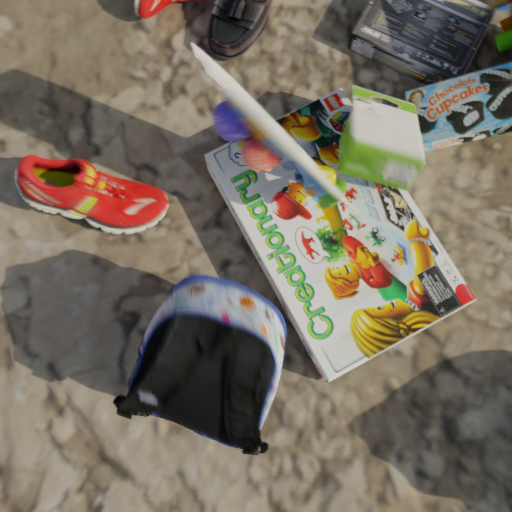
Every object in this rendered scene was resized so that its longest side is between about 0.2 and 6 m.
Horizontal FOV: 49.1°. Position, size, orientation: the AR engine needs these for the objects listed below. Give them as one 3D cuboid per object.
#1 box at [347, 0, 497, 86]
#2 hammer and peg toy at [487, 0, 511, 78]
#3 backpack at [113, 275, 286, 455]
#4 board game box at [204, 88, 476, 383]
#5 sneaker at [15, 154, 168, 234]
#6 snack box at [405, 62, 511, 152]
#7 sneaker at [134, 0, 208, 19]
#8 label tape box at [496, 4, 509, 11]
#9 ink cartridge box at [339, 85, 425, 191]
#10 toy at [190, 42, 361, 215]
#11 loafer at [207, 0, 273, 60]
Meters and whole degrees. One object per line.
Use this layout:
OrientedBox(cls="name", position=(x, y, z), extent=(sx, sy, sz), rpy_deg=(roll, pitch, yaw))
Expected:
OrientedBox(cls="box", position=(3.003, -4.135, 10.213), extent=(2.141, 0.517, 1.695), rpy_deg=(27, 78, 6))
OrientedBox(cls="hammer and peg toy", position=(4.664, -3.065, 9.326), extent=(0.963, 2.008, 2.730), rpy_deg=(-16, 76, 22))
OrientedBox(cls="backpack", position=(-0.580, 1.392, 7.887), extent=(2.318, 2.208, 1.786), rpy_deg=(18, 38, -5))
OrientedBox(cls="board game box", position=(1.256, -0.420, 9.171), extent=(2.634, 0.722, 4.172), rpy_deg=(-28, 77, -6))
OrientedBox(cls="sneaker", position=(-2.615, -1.040, 9.008), extent=(2.445, 1.038, 0.942), rpy_deg=(9, 61, -13))
OrientedBox(cls="snack box", position=(3.511, -2.477, 9.449), extent=(1.872, 0.347, 1.087), rpy_deg=(-9, 73, 30))
OrientedBox(cls="sneaker", position=(-1.272, -5.010, 10.306), extent=(2.154, 0.830, 0.915), rpy_deg=(-40, 84, -9))
OrientedBox(cls="label tape box", position=(4.813, -5.182, 10.579), extent=(0.740, 0.325, 1.026), rpy_deg=(-6, 76, -2))
OrientedBox(cls="ink cartridge box", position=(1.961, -1.896, 8.882), extent=(1.172, 0.601, 1.586), rpy_deg=(14, 48, -7))
OrientedBox(cls="toy", position=(0.112, -1.546, 7.683), extent=(2.880, 1.658, 0.680), rpy_deg=(34, 107, -29))
OrientedBox(cls="loafer", position=(-0.067, -5.021, 10.217), extent=(1.072, 0.940, 2.984), rpy_deg=(26, 77, 6))
